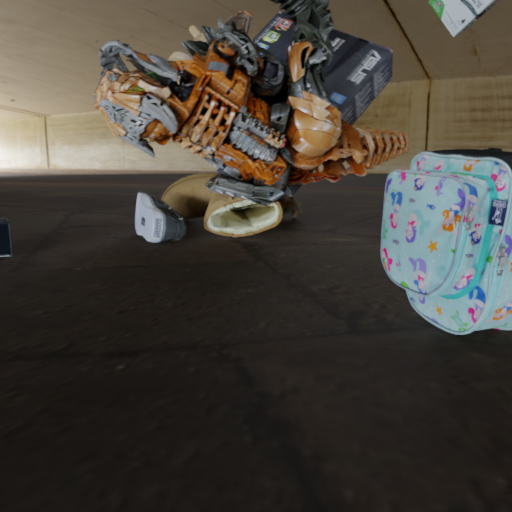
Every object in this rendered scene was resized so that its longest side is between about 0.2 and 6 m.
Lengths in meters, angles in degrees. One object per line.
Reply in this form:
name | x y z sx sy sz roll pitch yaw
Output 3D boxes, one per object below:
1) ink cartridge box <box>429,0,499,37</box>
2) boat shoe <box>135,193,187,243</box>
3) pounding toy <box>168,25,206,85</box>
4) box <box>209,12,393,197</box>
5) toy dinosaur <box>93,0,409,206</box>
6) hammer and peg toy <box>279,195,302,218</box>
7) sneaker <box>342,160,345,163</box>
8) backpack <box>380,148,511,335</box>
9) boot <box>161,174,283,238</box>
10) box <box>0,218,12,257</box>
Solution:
ink cartridge box | 3.053 -3.750 8.067 0.389 0.686 0.936 -35 0 -21
boat shoe | -2.338 -0.854 13.295 0.802 0.972 2.833 3 15 -22
pounding toy | -1.241 -3.602 12.131 1.880 1.887 3.289 39 -22 -27
box | 0.541 -2.901 10.333 2.615 3.245 0.797 33 -18 25
toy dinosaur | 0.171 -2.089 8.029 2.529 3.361 4.952 -23 -26 30
hammer and peg toy | 0.517 -1.675 17.014 1.574 0.555 1.158 7 -31 28
sneaker | 1.410 -2.750 12.039 0.849 0.726 2.069 7 34 -13
backpack | 2.339 -0.136 6.317 1.527 2.028 1.801 -7 16 -17
boot | -1.098 -1.359 14.758 3.325 1.256 3.797 -16 19 3
box | -5.449 -0.360 11.082 1.112 0.689 1.093 -5 10 -23
